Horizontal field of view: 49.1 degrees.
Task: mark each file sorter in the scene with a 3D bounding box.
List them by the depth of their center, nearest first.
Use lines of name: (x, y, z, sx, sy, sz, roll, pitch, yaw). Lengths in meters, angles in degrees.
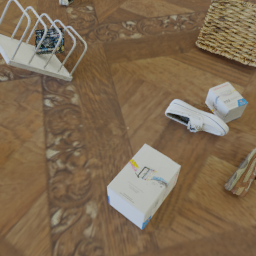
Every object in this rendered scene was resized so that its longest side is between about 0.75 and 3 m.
file sorter: (-2.717, -2.742, 8.910, 2.335, 1.454, 1.620, 8, 37, -53)

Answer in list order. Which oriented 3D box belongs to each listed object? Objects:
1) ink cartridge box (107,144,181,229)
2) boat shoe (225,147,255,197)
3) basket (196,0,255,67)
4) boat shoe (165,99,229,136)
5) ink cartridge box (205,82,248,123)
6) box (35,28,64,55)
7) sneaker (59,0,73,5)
ink cartridge box: (0.395, 1.415, 6.887, 1.095, 1.115, 1.514, 32, 60, 21)
boat shoe: (3.284, 1.124, 7.439, 0.623, 0.658, 1.737, 39, 72, 20)
basket: (4.185, -3.557, 10.446, 2.595, 1.933, 1.852, 27, 24, 25)
boat shoe: (2.004, -0.176, 8.362, 1.910, 0.703, 0.624, 28, 66, 28)
ink cartridge box: (3.021, -0.783, 8.692, 0.720, 0.708, 0.979, -20, 57, -14)
box: (-2.556, -2.824, 9.134, 0.975, 0.224, 0.775, 0, 90, 16)
sneaker: (-2.656, -5.826, 12.507, 0.503, 0.435, 1.160, 18, 59, -4)
